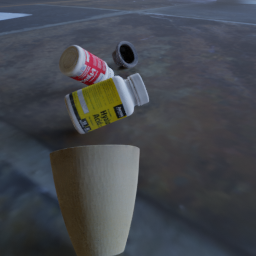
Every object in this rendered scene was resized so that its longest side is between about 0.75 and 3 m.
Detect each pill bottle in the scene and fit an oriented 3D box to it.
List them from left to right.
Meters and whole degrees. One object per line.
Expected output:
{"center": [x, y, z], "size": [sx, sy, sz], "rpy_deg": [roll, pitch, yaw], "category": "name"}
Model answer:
{"center": [-1.290, -1.918, 9.164], "size": [0.980, 0.980, 1.746], "rpy_deg": [27, 6, 38], "category": "pill bottle"}
{"center": [-0.505, -0.666, 7.025], "size": [1.919, 1.068, 1.068], "rpy_deg": [-22, 33, 0], "category": "pill bottle"}

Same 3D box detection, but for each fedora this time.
{"center": [-0.202, -3.035, 11.831], "size": [0.589, 1.154, 1.305], "rpy_deg": [-15, 15, 40], "category": "fedora"}

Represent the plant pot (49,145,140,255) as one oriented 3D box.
{"center": [-0.435, 1.064, 4.107], "size": [1.349, 1.440, 1.349], "rpy_deg": [-5, -13, -1], "category": "plant pot"}
